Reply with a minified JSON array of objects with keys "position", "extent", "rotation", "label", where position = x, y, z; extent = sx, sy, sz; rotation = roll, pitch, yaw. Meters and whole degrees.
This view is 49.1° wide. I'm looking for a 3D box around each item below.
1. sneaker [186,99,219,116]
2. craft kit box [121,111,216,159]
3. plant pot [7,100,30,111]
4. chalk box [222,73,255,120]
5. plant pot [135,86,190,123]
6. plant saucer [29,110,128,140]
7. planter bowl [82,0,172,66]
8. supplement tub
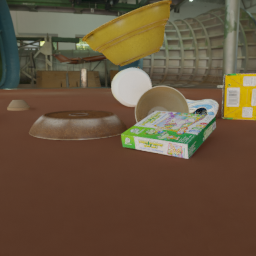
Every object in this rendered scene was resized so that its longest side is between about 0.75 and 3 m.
[{"position":[2.174,-0.597,9.737],"extent":[1.932,0.694,0.700],"rotation":[-2,43,48],"label":"sneaker"},{"position":[0.854,0.064,5.720],"extent":[1.435,0.352,1.453],"rotation":[4,25,35],"label":"craft kit box"},{"position":[-5.030,-1.067,12.874],"extent":[0.983,0.454,0.983],"rotation":[0,11,0],"label":"plant pot"},{"position":[4.399,-1.252,10.560],"extent":[1.593,1.601,2.574],"rotation":[3,12,18],"label":"chalk box"},{"position":[0.778,-0.311,6.724],"extent":[1.236,1.236,0.830],"rotation":[0,-6,0],"label":"plant pot"},{"position":[-1.319,-0.162,7.612],"extent":[2.632,0.482,2.632],"rotation":[-1,10,0],"label":"plant saucer"},{"position":[0.165,-2.667,8.534],"extent":[2.890,1.204,2.890],"rotation":[-22,12,5],"label":"planter bowl"},{"position":[0.163,-2.108,14.501],"extent":[1.931,1.931,2.664],"rotation":[-1,9,-7],"label":"supplement tub"}]
